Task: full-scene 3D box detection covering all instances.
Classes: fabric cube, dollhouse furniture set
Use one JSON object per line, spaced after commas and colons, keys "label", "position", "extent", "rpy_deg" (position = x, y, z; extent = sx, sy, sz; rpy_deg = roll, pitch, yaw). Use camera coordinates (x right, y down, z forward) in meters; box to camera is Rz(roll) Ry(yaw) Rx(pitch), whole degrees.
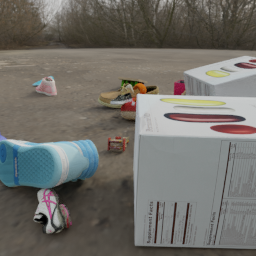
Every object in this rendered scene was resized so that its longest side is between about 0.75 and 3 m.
{"label": "fabric cube", "position": [2.741, -1.801, 13.481], "extent": [0.848, 0.862, 0.864], "rpy_deg": [11, 22, 30]}
{"label": "dollhouse furniture set", "position": [-0.267, 0.449, 8.113], "extent": [0.469, 0.355, 0.872], "rpy_deg": [3, 3, 10]}

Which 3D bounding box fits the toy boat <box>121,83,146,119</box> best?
{"label": "toy boat", "position": [0.452, -1.064, 10.723], "extent": [1.268, 1.270, 1.943], "rpy_deg": [3, 21, 17]}

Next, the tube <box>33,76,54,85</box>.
{"label": "tube", "position": [-5.132, -2.825, 17.128], "extent": [0.588, 0.383, 1.519], "rpy_deg": [-1, 22, 24]}

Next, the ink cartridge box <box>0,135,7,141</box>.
{"label": "ink cartridge box", "position": [-4.823, 0.179, 7.693], "extent": [2.662, 1.016, 1.816], "rpy_deg": [-1, 19, 2]}

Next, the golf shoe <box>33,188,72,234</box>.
{"label": "golf shoe", "position": [-1.469, 1.449, 5.053], "extent": [0.538, 0.425, 1.169], "rpy_deg": [-13, 23, -31]}

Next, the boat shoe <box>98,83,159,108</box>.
{"label": "boat shoe", "position": [0.053, -1.481, 12.187], "extent": [2.710, 0.899, 1.003], "rpy_deg": [-4, 37, -15]}

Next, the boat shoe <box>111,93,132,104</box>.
{"label": "boat shoe", "position": [-0.247, -1.057, 10.114], "extent": [0.392, 0.323, 1.142], "rpy_deg": [6, 15, 33]}

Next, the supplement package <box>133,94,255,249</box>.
{"label": "supplement package", "position": [1.440, 0.581, 5.190], "extent": [2.641, 1.942, 2.525], "rpy_deg": [1, 20, 0]}

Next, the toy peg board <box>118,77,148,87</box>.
{"label": "toy peg board", "position": [0.256, -2.464, 15.946], "extent": [1.287, 0.630, 1.282], "rpy_deg": [11, 7, 26]}

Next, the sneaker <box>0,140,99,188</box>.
{"label": "sneaker", "position": [-1.767, 0.757, 6.384], "extent": [2.628, 1.045, 1.716], "rpy_deg": [4, 3, 39]}

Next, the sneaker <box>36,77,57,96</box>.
{"label": "sneaker", "position": [-4.320, -2.259, 14.716], "extent": [0.652, 0.905, 1.732], "rpy_deg": [-19, 26, -38]}

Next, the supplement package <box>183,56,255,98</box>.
{"label": "supplement package", "position": [3.516, -1.085, 9.259], "extent": [2.468, 1.898, 2.581], "rpy_deg": [-15, 21, -4]}

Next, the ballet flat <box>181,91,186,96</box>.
{"label": "ballet flat", "position": [2.809, -1.241, 12.182], "extent": [0.937, 1.012, 2.870], "rpy_deg": [-18, 2, 40]}
